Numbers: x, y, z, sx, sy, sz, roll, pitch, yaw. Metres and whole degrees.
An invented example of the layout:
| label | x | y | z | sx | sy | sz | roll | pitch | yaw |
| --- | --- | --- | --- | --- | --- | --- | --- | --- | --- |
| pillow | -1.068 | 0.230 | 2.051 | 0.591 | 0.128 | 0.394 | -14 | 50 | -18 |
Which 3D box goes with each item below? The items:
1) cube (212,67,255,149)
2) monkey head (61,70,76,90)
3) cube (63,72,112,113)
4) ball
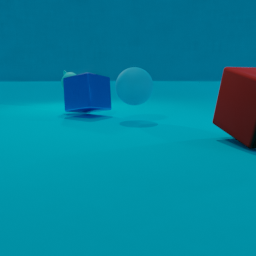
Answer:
| label | x | y | z | sx | sy | sz | roll | pitch | yaw |
| --- | --- | --- | --- | --- | --- | --- | --- | --- | --- |
| cube | 2.851 | -0.488 | 5.972 | 1.347 | 1.347 | 1.347 | -3 | 24 | -18 |
| monkey head | -2.278 | -1.695 | 11.567 | 0.961 | 1.148 | 1.595 | -4 | 49 | -16 |
| cube | -1.484 | -1.246 | 10.306 | 1.245 | 1.245 | 1.245 | -5 | -2 | 34 |
| ball | 0.207 | -1.342 | 9.066 | 1.224 | 1.224 | 1.224 | 0 | 10 | 0 |
